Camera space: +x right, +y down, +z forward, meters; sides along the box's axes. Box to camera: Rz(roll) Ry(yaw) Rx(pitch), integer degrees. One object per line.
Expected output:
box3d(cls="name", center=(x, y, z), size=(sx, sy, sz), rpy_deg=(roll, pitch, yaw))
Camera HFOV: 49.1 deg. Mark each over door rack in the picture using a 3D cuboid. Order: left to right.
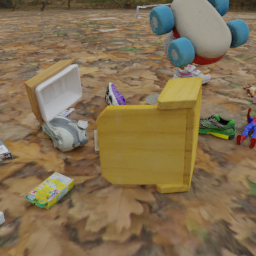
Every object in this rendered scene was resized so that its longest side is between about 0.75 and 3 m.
box3d(cls="over door rack", center=(1.660, -4.323, 9.760), size=(2.426, 0.808, 1.792), rpy_deg=(-21, 38, -11))

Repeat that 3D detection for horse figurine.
box3d(cls="horse figurine", center=(5.844, -1.861, 13.460), size=(0.791, 0.298, 1.193), rpy_deg=(32, 35, 26))

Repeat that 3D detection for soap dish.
box3d(cls="soap dish", center=(-1.704, -0.879, 6.494), size=(0.555, 1.075, 1.367), rpy_deg=(25, 49, 23))

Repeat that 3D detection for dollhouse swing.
box3d(cls="dollhouse swing", center=(0.680, 0.122, 7.570), size=(2.284, 2.598, 2.361), rpy_deg=(6, 29, 17))

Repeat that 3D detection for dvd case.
box3d(cls="dvd case", center=(-5.130, 0.868, 8.585), size=(2.510, 0.276, 1.832), rpy_deg=(-23, 36, -34))

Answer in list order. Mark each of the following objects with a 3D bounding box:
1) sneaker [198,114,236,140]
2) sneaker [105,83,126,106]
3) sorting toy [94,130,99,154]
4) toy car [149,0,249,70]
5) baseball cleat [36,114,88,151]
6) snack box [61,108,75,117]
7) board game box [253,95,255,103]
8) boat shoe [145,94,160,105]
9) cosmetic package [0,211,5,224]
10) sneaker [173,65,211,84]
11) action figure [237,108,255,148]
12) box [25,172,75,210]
box3d(cls="sneaker", center=(2.927, -0.202, 10.002), size=(1.816, 0.774, 0.709), rpy_deg=(13, 32, 23))
box3d(cls="sneaker", center=(-0.542, -1.334, 12.351), size=(0.787, 0.760, 1.886), rpy_deg=(7, 35, -20))
box3d(cls="sorting toy", center=(-0.452, 0.302, 9.399), size=(1.357, 0.476, 2.814), rpy_deg=(-4, 29, -6))
box3d(cls="toy car", center=(1.950, -2.624, 8.986), size=(2.359, 2.560, 2.264), rpy_deg=(-22, 74, -15))
box3d(cls="baseball cleat", center=(-2.262, -0.085, 9.842), size=(1.440, 0.943, 2.706), rpy_deg=(-12, 40, -32))
box3d(cls="snack box", center=(-2.550, -0.562, 11.322), size=(0.354, 0.120, 0.984), rpy_deg=(10, 30, 17))
box3d(cls="board game box", center=(6.753, -1.287, 12.364), size=(1.737, 0.379, 1.745), rpy_deg=(23, 36, 37))
box3d(cls="boat shoe", center=(1.502, -1.209, 12.340), size=(1.483, 0.539, 0.465), rpy_deg=(-4, -14, 3))
box3d(cls="cosmetic package", center=(-3.534, 2.062, 6.408), size=(1.124, 0.290, 0.847), rpy_deg=(18, 31, 29))
box3d(cls="sneaker", center=(3.344, -2.818, 14.622), size=(1.986, 0.876, 0.808), rpy_deg=(11, 31, 19))
box3d(cls="action figure", center=(4.495, -0.265, 9.873), size=(0.726, 1.101, 2.225), rpy_deg=(18, 31, 28))
box3d(cls="box", center=(-1.993, 1.634, 7.199), size=(0.674, 0.278, 1.149), rpy_deg=(16, 30, 26))
